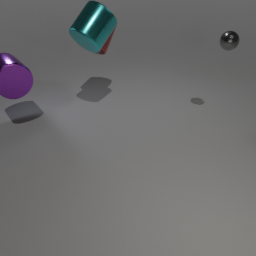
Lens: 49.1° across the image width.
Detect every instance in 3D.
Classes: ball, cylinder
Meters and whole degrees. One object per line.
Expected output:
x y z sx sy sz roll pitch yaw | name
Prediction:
3.761 -3.232 10.382 0.700 0.700 0.700 0 33 0 | ball
-4.541 -2.000 10.695 1.400 1.400 1.400 -21 40 -29 | cylinder
-1.357 -3.912 10.907 1.400 1.400 1.400 26 80 35 | cylinder
-1.392 -4.192 12.375 1.400 1.400 1.400 21 -4 2 | cylinder
